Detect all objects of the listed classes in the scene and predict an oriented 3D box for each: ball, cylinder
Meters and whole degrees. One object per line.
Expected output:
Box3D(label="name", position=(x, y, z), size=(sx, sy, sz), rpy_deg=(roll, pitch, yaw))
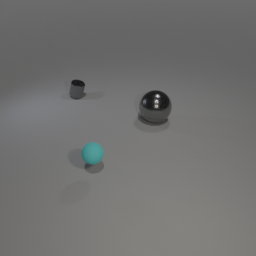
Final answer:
Box3D(label="ball", position=(-1.116, 0.800, 8.851), size=(0.700, 0.700, 0.700), rpy_deg=(0, 32, 0))
Box3D(label="cylinder", position=(-2.565, -1.971, 14.126), size=(0.700, 0.700, 0.700), rpy_deg=(13, 38, -10))
Box3D(label="ball", position=(1.172, -0.916, 11.989), size=(1.400, 1.400, 1.400), rpy_deg=(0, 32, 0))
